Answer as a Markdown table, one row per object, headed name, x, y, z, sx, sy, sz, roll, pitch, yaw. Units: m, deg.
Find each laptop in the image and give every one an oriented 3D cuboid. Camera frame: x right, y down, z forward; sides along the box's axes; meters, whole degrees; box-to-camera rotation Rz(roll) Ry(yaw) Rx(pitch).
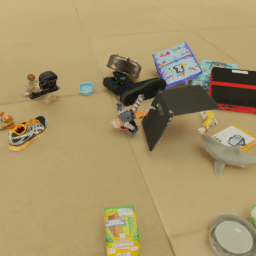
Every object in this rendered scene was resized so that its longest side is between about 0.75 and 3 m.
| name | x | y | z | sx | sy | sz | roll | pitch | yaw |
| --- | --- | --- | --- | --- | --- | --- | --- | --- | --- |
| laptop | 1.708 | -0.445 | 9.966 | 1.356 | 2.339 | 2.190 | 22 | 24 | -16 |

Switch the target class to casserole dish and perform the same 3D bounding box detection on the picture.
| name | x | y | z | sx | sy | sz | roll | pitch | yaw |
| --- | --- | --- | --- | --- | --- | --- | --- | --- | --- |
| casserole dish | -1.968 | -1.834 | 13.206 | 0.635 | 0.203 | 1.048 | -3 | 38 | -4 |

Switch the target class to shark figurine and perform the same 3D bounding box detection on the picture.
| name | x | y | z | sx | sy | sz | roll | pitch | yaw |
| --- | --- | --- | --- | --- | --- | --- | --- | --- | --- |
| shark figurine | 3.637 | 0.749 | 8.868 | 2.513 | 1.049 | 1.501 | 3 | 55 | 7 |

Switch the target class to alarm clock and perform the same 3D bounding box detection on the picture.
| name | x | y | z | sx | sy | sz | roll | pitch | yaw |
| --- | --- | --- | --- | --- | --- | --- | --- | --- | --- |
| alarm clock | -0.202 | -3.084 | 13.941 | 1.660 | 0.819 | 2.462 | 20 | 7 | -11 |

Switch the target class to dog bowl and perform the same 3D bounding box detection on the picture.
| name | x | y | z | sx | sy | sz | roll | pitch | yaw |
| --- | --- | --- | --- | --- | --- | --- | --- | --- | --- |
| dog bowl | 2.615 | 2.775 | 6.991 | 1.231 | 0.361 | 1.231 | 0 | 37 | 0 |

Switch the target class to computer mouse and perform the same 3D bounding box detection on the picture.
| name | x | y | z | sx | sy | sz | roll | pitch | yaw |
| --- | --- | --- | --- | --- | --- | --- | --- | --- | --- |
| computer mouse | -3.471 | -1.739 | 11.110 | 1.388 | 1.976 | 0.455 | -24 | 85 | -13 |

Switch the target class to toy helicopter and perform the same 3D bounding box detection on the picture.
| name | x | y | z | sx | sy | sz | roll | pitch | yaw |
| --- | --- | --- | --- | --- | --- | --- | --- | --- | --- |
| toy helicopter | -5.077 | -0.200 | 10.855 | 1.232 | 0.486 | 0.815 | -25 | 45 | -20 |

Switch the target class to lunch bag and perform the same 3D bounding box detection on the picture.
| name | x | y | z | sx | sy | sz | roll | pitch | yaw |
| --- | --- | --- | --- | --- | --- | --- | --- | --- | --- |
| lunch bag | 2.422 | -2.852 | 13.628 | 1.826 | 1.141 | 2.425 | -21 | 46 | 6 |

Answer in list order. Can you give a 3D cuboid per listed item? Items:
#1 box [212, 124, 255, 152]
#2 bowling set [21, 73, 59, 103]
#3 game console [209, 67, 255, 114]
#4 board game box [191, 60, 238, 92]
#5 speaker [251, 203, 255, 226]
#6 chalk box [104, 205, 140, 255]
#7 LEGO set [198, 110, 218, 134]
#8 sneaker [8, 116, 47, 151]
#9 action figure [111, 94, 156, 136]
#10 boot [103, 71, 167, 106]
| name | x | y | z | sx | sy | sz | roll | pitch | yaw |
| --- | --- | --- | --- | --- | --- | --- | --- | --- | --- |
| box | 3.632 | 0.517 | 10.001 | 1.715 | 0.356 | 1.021 | -25 | 44 | -26 |
| bowling set | -3.949 | -1.948 | 12.569 | 1.790 | 1.246 | 0.961 | 20 | 40 | 18 |
| game console | 4.843 | -1.681 | 12.245 | 2.516 | 0.390 | 2.225 | 8 | 58 | 9 |
| board game box | 4.291 | -2.535 | 13.820 | 1.807 | 0.562 | 2.393 | 15 | 40 | 18 |
| speaker | 3.612 | 2.682 | 6.760 | 0.817 | 0.817 | 1.848 | 1 | 37 | 1 |
| chalk box | -0.187 | 2.474 | 7.031 | 0.791 | 0.787 | 1.271 | -5 | 38 | -7 |
| LEGO set | 3.178 | -0.204 | 10.969 | 0.664 | 0.537 | 1.444 | -21 | 31 | 32 |
| sneaker | -3.647 | 0.025 | 10.317 | 0.749 | 0.739 | 1.914 | 12 | 37 | 18 |
| action figure | -0.002 | -0.634 | 10.398 | 1.594 | 0.862 | 1.647 | -40 | 59 | 2 |
| boot | 0.262 | -2.090 | 12.917 | 2.428 | 0.927 | 2.040 | -24 | 47 | -19 |
